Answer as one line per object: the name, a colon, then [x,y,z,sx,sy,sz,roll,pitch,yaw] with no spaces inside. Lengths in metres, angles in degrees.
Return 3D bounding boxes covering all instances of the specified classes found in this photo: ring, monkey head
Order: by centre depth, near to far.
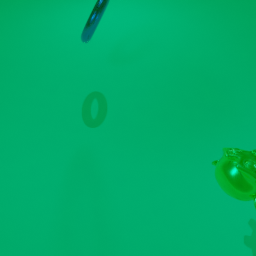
monkey head: [1.661,0.612,3.921,0.816,0.684,1.135,-16,36,-14]
ring: [-0.862,-2.860,7.339,0.273,1.364,1.364,26,49,-14]
